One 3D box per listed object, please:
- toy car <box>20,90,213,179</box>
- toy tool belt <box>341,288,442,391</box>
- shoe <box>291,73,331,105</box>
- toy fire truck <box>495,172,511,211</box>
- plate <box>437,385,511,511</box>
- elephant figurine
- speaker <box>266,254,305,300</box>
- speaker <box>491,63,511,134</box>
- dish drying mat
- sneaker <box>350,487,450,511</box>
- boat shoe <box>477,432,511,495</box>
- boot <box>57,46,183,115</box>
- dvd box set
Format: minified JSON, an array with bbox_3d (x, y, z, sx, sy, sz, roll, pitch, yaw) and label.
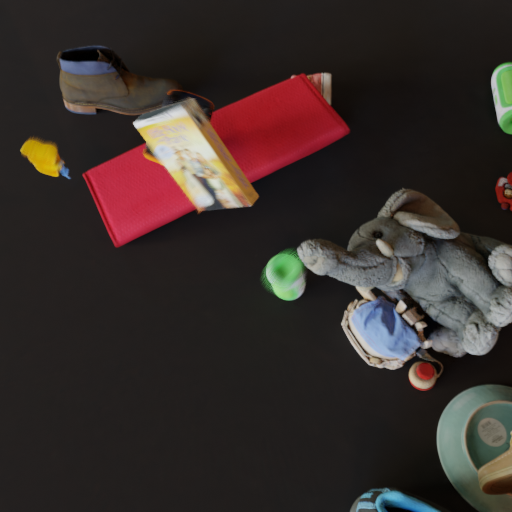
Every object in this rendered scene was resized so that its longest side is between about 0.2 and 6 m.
[{"bbox_3d":[-2.237,-2.014,9.503,3.000,0.998,1.471,1,72,-6],"label":"toy car"},{"bbox_3d":[2.035,1.185,8.231,1.031,1.014,1.651,-36,63,-22],"label":"toy tool belt"},{"bbox_3d":[1.061,-2.982,11.349,0.885,0.695,1.945,1,54,8],"label":"shoe"},{"bbox_3d":[4.775,-1.110,10.208,0.796,0.446,0.668,18,76,13],"label":"toy fire truck"},{"bbox_3d":[3.486,2.654,7.696,1.923,0.246,1.923,0,57,0],"label":"plate"},{"bbox_3d":[2.325,0.015,8.359,2.966,2.301,2.098,28,81,8],"label":"elephant figurine"},{"bbox_3d":[0.465,0.343,8.589,0.549,1.241,0.549,-2,75,7],"label":"speaker"},{"bbox_3d":[5.251,-3.247,11.498,0.694,0.694,1.570,6,56,4],"label":"speaker"},{"bbox_3d":[-0.746,-1.839,10.304,4.650,0.423,1.786,-26,60,-8],"label":"dish drying mat"},{"bbox_3d":[2.448,3.741,6.346,3.015,1.235,1.104,27,60,17],"label":"sneaker"},{"bbox_3d":[3.651,2.479,7.330,1.979,0.714,0.643,-20,47,-14],"label":"boat shoe"},{"bbox_3d":[-2.781,-3.598,11.399,2.500,1.212,0.934,-6,56,-4],"label":"boot"},{"bbox_3d":[-0.899,-1.438,8.385,1.302,1.780,0.262,1,46,45],"label":"dvd box set"}]
